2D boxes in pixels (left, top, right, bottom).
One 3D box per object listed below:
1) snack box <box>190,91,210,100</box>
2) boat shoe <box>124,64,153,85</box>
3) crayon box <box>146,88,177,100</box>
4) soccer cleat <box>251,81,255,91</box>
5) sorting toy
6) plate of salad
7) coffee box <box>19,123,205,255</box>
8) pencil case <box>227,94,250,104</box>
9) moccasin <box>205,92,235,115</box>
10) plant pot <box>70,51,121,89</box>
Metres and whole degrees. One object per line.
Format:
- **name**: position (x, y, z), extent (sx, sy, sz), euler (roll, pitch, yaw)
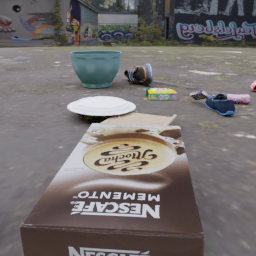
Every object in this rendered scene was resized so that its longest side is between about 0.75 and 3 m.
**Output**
- **snack box**: position (2.419, -1.101, 9.491), extent (0.308, 0.104, 0.856), euler (36, -8, -13)
- **boat shoe**: position (0.434, -2.459, 13.136), extent (0.941, 0.939, 2.599), euler (-9, 11, -12)
- **crayon box**: position (1.235, -1.270, 10.443), extent (1.007, 0.293, 0.868), euler (-2, 19, -6)
- **soccer cleat**: position (5.785, -1.627, 11.265), extent (1.557, 0.519, 0.595), euler (8, 34, 24)
- **sorting toy**: position (0.170, -0.046, 6.997), extent (1.780, 0.325, 1.647), euler (4, 19, 24)
- **plate of salad**: position (-0.756, -0.548, 8.106), extent (1.956, 0.470, 1.956), euler (2, 19, -1)
- **coffee box**: position (-0.006, 0.804, 3.381), extent (1.444, 1.019, 2.554), euler (2, 19, 5)
- **pencil case**: position (3.766, -1.001, 9.600), extent (0.796, 0.348, 0.348), euler (2, 19, 10)
- **moccasin**: position (2.931, -0.822, 8.753), extent (0.641, 0.543, 1.592), euler (-4, 17, -11)
- **plant pot**: position (-1.406, -2.611, 12.479), extent (2.233, 1.496, 2.233), euler (1, 19, 0)
